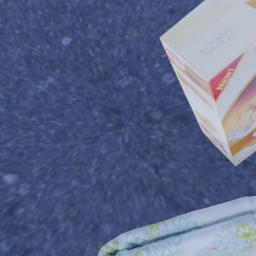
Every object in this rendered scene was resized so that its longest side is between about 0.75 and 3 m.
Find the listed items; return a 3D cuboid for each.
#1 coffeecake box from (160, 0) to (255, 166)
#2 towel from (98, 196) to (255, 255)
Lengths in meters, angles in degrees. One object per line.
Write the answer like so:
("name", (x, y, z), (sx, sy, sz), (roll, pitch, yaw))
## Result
("coffeecake box", (1.945, -0.856, 4.145), (2.097, 2.732, 0.998), (-39, 53, 4))
("towel", (0.993, 1.851, 4.275), (2.303, 1.971, 0.555), (-22, 47, 12))
